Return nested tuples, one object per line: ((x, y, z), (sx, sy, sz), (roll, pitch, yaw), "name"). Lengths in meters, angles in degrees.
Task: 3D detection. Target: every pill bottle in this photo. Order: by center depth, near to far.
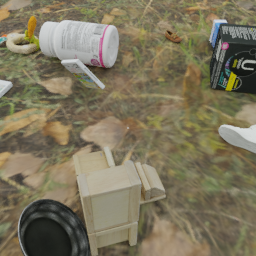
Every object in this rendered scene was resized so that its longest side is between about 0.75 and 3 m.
((-1.903, -3.349, 11.048), (2.802, 1.589, 1.589), (11, 45, 12), "pill bottle")

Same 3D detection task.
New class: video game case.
((-1.523, -1.804, 9.393), (0.159, 1.266, 1.391), (-54, 32, -12), "video game case")
((-5.322, -1.161, 9.746), (1.737, 0.218, 1.909), (12, 45, 12), "video game case")

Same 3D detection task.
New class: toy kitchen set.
((-0.106, 0.915, 6.123), (2.009, 2.221, 2.462), (-11, 44, -13), "toy kitchen set")

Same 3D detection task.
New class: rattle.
((-4.890, -4.101, 11.968), (2.161, 1.544, 1.407), (27, 65, 19), "rattle")

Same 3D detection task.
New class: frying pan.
((-1.140, 2.605, 5.398), (2.757, 0.449, 1.668), (54, 22, 15), "frying pan")

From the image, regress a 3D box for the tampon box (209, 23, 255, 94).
((4.316, -2.402, 9.832), (2.494, 1.869, 1.575), (7, 44, 8), "tampon box")

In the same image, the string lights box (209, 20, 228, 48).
((4.027, -3.750, 11.910), (0.565, 0.984, 1.915), (-1, 44, -1), "string lights box")

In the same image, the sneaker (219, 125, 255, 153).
((3.398, 0.165, 8.193), (1.394, 0.513, 0.805), (29, 48, 14), "sneaker")

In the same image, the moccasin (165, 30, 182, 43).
((2.097, -4.212, 12.833), (0.367, 0.387, 1.003), (-22, 48, -22), "moccasin")
